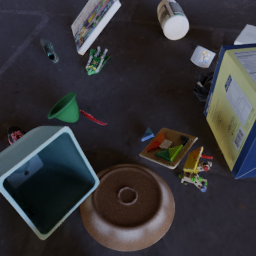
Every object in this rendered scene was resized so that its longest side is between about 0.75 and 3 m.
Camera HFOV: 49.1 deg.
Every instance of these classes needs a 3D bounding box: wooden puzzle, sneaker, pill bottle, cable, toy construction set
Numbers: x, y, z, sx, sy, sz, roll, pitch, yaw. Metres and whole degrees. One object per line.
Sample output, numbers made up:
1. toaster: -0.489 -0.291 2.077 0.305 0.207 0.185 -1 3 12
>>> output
1. wooden puzzle: 1.280 0.561 8.896 2.388 0.279 1.611 11 47 39
2. sneaker: -3.552 0.379 9.205 0.692 0.836 1.752 -28 52 -22
3. sneaker: -3.543 -3.505 12.601 0.460 1.220 0.484 -34 6 12
4. pill bottle: 2.263 -5.710 14.527 1.292 1.292 2.285 -4 48 -4
5. cable: 3.851 -1.552 11.156 2.319 0.589 1.892 16 49 14
6. toy construction set: 1.995 1.258 8.369 0.862 0.936 1.122 10 52 21

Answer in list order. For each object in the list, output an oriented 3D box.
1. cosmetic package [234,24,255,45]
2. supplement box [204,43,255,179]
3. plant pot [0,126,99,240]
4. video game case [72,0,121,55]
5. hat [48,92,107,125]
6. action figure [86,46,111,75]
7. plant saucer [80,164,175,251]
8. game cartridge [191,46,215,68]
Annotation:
1. cosmetic package: 5.399 -3.307 12.171 1.460 1.469 1.755 26 53 21
2. supplement box: 4.008 -0.577 8.599 2.001 2.981 2.977 -6 47 -6
3. plant pot: -2.510 1.190 7.615 2.147 2.108 2.102 13 46 45
4. video game case: -1.645 -5.340 13.454 0.339 2.953 2.691 24 33 -38
5. hat: -1.941 -0.358 10.320 1.362 1.447 1.644 -45 25 -6
6. action figure: -1.427 -2.969 12.566 1.045 0.484 1.769 16 53 3
7. plant saucer: -0.018 2.012 7.924 2.718 0.497 2.718 0 48 0
8. game cartridge: 3.264 -3.061 12.214 1.147 0.763 0.238 8 21 -38
